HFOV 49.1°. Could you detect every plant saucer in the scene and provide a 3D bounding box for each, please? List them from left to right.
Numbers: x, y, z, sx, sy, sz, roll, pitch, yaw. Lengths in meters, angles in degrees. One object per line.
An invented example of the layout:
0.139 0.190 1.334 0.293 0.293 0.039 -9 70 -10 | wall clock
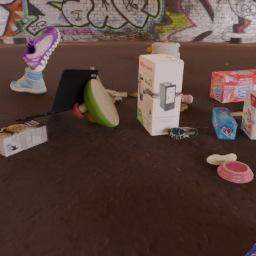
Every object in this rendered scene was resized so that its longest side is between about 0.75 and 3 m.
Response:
3.175 1.252 8.275 1.003 0.254 1.003 1 23 0 | plant saucer

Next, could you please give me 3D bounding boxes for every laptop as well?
-2.865 -1.368 11.592 2.866 1.480 2.540 -10 6 25 | laptop

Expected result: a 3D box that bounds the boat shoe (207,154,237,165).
2.965 1.018 8.931 0.937 0.341 0.289 -8 -21 -1 | boat shoe

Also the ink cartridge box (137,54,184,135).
1.221 -1.413 11.319 1.196 2.847 2.071 -5 23 -13 | ink cartridge box

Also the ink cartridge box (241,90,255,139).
5.202 -0.523 10.753 1.208 1.670 1.213 -2 22 4 | ink cartridge box

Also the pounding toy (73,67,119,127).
-1.501 -1.002 12.008 1.303 2.167 2.807 -27 35 14 | pounding toy

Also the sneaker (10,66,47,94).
-6.084 -3.037 16.873 2.566 1.675 1.021 8 25 20 | sneaker

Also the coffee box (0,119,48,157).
-3.864 0.300 10.019 0.971 0.686 1.719 16 27 35 | coffee box

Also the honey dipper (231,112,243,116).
5.681 -0.682 12.666 2.856 0.542 0.542 -1 22 0 | honey dipper

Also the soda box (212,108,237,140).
3.856 -0.225 11.331 0.625 0.661 1.947 3 22 8 | soda box

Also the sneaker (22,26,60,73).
-3.295 -3.107 10.505 0.817 2.031 0.898 3 -26 40 | sneaker

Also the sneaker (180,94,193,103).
2.844 -1.547 14.835 0.639 0.460 1.222 -8 17 -26 | sneaker

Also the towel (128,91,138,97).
0.736 -1.942 16.243 1.205 0.131 0.883 15 26 33 | towel

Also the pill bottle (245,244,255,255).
2.719 2.199 4.161 2.686 1.608 1.608 -19 29 -38 | pill bottle

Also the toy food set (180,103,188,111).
2.609 -1.049 13.977 0.773 0.190 0.781 -15 26 -32 | toy food set

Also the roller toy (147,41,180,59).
3.498 -7.129 26.264 2.637 2.020 2.891 -11 22 -29 | roller toy

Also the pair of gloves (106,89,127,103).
-1.020 -1.810 15.637 1.696 0.350 1.994 5 22 13 | pair of gloves

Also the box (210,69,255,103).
6.182 -2.340 15.466 2.881 1.478 1.364 -7 23 -13 | box

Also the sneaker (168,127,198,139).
2.059 0.175 10.812 1.166 0.452 0.503 3 9 -11 | sneaker
